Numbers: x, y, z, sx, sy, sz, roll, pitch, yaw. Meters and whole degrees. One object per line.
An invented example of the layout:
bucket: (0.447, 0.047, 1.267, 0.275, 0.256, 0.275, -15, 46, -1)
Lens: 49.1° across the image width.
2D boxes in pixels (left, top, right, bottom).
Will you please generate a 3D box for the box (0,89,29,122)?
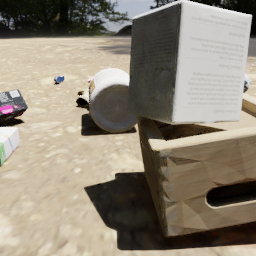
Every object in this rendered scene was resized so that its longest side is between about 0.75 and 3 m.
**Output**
box: (-3.710, -0.647, 8.365, 0.624, 0.718, 1.087, -33, -5, 41)

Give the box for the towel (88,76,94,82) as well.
towel: (-1.347, -2.439, 14.129, 1.263, 0.189, 0.924, -1, 22, 4)

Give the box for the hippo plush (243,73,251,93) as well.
hippo plush: (4.195, -1.789, 11.545, 1.388, 1.375, 1.727, 35, -6, 28)

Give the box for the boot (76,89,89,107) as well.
boot: (-1.647, -1.122, 10.473, 1.215, 0.438, 0.940, 16, 27, 31)

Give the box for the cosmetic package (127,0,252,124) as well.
cosmetic package: (0.870, -0.923, 4.321, 1.310, 1.566, 1.302, -2, 10, -29)

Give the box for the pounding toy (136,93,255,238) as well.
pounding toy: (1.707, 0.677, 4.615, 2.726, 1.938, 2.509, -9, 19, -2)

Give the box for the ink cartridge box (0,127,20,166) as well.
ink cartridge box: (-3.167, 0.408, 6.563, 0.835, 0.484, 1.154, 0, 22, 0)

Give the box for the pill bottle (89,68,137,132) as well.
pill bottle: (-0.465, -1.035, 8.766, 1.536, 1.536, 2.687, -3, 22, -7)

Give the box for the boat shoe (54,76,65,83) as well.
boat shoe: (-3.453, -2.385, 13.782, 0.371, 0.371, 1.026, -2, 12, 8)
